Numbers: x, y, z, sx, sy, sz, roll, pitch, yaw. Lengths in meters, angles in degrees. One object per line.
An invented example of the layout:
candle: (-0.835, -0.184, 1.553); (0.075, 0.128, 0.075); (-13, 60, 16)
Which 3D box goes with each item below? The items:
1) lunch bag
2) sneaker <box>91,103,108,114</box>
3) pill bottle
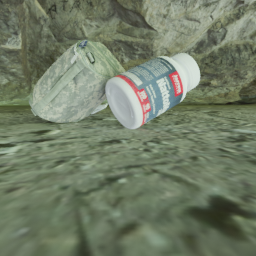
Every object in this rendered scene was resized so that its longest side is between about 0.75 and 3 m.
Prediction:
lunch bag: (-1.805, -1.602, 9.893); (2.999, 2.090, 2.515); (-38, 2, 24)
sneaker: (-1.350, -0.951, 12.802); (0.899, 0.364, 0.338); (-24, 9, 7)
pill bottle: (0.859, -1.296, 8.845); (2.792, 1.669, 1.669); (-30, 19, -23)
